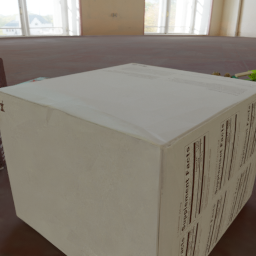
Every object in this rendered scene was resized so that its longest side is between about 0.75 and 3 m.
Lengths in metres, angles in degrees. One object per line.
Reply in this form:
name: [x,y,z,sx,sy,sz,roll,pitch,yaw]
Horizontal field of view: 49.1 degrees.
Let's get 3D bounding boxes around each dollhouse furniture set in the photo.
dollhouse furniture set: [4.276,-1.256,9.883,1.022,1.323,2.648,-9,18,13]

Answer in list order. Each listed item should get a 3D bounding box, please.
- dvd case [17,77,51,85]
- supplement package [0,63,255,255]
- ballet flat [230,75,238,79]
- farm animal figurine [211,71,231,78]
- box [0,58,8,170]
dvd case: [-4.014,-2.018,12.917,1.499,0.226,2.054,9,23,21]
supplement package: [0.180,0.375,4.395,2.861,2.201,2.992,18,28,37]
ballet flat: [4.808,-2.222,13.311,0.446,0.418,1.234,-5,17,45]
farm animal figurine: [4.042,-2.173,12.517,1.541,0.803,1.524,1,22,3]
box: [-3.667,-0.319,6.179,1.765,2.150,1.783,-5,22,-10]
